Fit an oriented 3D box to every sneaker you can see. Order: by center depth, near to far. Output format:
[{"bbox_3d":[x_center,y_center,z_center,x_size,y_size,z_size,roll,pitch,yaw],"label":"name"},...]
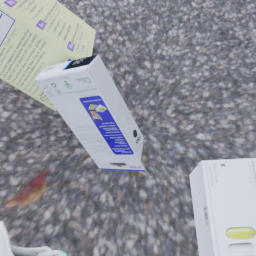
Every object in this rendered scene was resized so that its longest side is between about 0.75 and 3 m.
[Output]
[{"bbox_3d":[-1.028,2.092,3.539,1.042,2.354,0.886,-49,28,-17],"label":"sneaker"}]

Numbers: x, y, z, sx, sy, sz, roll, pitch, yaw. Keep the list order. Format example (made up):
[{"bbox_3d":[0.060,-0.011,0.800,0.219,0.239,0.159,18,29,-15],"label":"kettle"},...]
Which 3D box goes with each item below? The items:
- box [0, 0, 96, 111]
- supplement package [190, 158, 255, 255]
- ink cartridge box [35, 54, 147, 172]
[{"bbox_3d":[-2.173,-2.053,5.988,2.686,1.299,2.363,33,28,-24],"label":"box"},{"bbox_3d":[1.256,1.093,3.551,0.684,0.960,1.233,-4,70,2],"label":"supplement package"},{"bbox_3d":[-0.555,-0.133,5.415,1.257,2.527,0.495,-3,41,32],"label":"ink cartridge box"}]
